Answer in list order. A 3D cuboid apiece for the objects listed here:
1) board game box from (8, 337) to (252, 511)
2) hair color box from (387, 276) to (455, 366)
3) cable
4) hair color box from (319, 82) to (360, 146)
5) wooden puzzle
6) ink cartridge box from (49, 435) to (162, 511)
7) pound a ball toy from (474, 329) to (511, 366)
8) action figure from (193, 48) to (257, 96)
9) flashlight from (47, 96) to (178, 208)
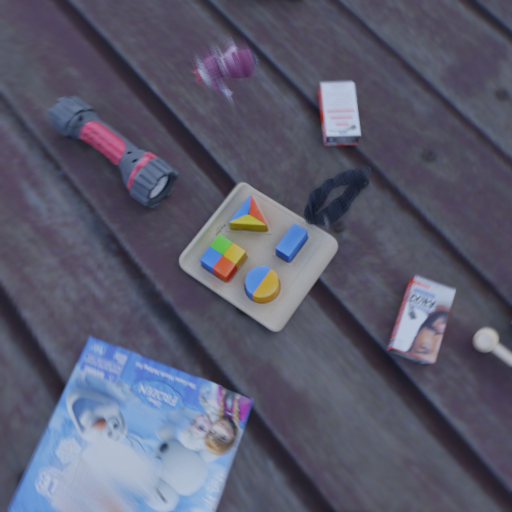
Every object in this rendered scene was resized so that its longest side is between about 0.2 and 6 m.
[{"bbox_3d":[-1.831,3.046,8.596,2.810,0.609,2.796,19,73,6],"label":"board game box"},{"bbox_3d":[2.767,1.085,9.375,0.727,0.419,1.310,20,74,6],"label":"hair color box"},{"bbox_3d":[1.312,-1.021,9.147,1.316,1.074,0.334,-42,62,14],"label":"cable"},{"bbox_3d":[1.581,-2.709,10.689,0.655,0.377,1.180,-2,70,-1],"label":"hair color box"},{"bbox_3d":[0.050,-0.070,9.722,2.160,0.500,2.001,34,74,11],"label":"wooden puzzle"},{"bbox_3d":[-1.837,2.726,6.605,0.825,1.433,0.486,31,39,-18],"label":"ink cartridge box"},{"bbox_3d":[5.014,1.521,9.045,2.527,1.074,1.648,38,101,12],"label":"pound a ball toy"},{"bbox_3d":[-0.553,-3.053,8.946,1.066,0.714,0.793,-20,58,-23],"label":"action figure"},{"bbox_3d":[-2.653,-1.929,10.155,2.613,0.884,0.888,37,69,10],"label":"flashlight"}]
